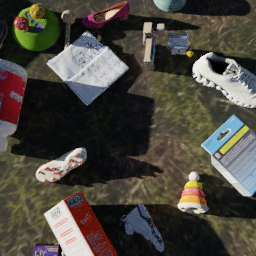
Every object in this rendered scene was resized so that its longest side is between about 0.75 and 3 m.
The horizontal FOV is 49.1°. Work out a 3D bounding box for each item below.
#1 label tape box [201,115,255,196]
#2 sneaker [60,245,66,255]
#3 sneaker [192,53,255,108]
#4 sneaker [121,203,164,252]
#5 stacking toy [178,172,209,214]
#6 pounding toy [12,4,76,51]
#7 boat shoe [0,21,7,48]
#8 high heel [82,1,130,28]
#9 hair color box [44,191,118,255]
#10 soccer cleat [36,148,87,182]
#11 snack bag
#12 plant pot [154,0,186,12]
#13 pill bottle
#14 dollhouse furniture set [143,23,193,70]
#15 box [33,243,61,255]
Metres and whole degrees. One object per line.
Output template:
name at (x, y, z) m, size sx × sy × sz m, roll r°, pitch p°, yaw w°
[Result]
label tape box at (3.661, 0.901, 9.240) m, size 1.562 × 0.721 × 2.180 m, roll -42°, pitch 79°, yaw -9°
sneaker at (-1.921, 3.861, 8.823) m, size 0.332 × 0.314 × 0.807 m, roll -12°, pitch 79°, yaw -3°
sneaker at (3.673, -1.620, 9.522) m, size 2.966 × 1.202 × 1.114 m, roll 25°, pitch 78°, yaw 4°
sneaker at (0.453, 3.268, 8.822) m, size 0.902 × 0.590 × 1.570 m, roll -28°, pitch 75°, yaw -5°
stacking toy at (2.121, 2.026, 9.027) m, size 0.944 × 0.944 × 1.292 m, roll 9°, pitch 64°, yaw 2°
pounding toy at (-3.154, -3.745, 10.011) m, size 2.282 × 1.059 × 1.762 m, roll 8°, pitch 79°, yaw 2°
boat shoe at (-4.784, -3.443, 10.293) m, size 0.446 × 0.385 × 1.227 m, roll 10°, pitch 78°, yaw 2°
high heel at (-0.836, -4.193, 10.198) m, size 1.816 × 0.873 × 0.612 m, roll -17°, pitch 79°, yaw -3°
hair color box at (-1.352, 3.337, 8.371) m, size 1.298 × 0.783 × 2.558 m, roll -39°, pitch 79°, yaw 36°
soccer cleat at (-2.159, 1.230, 9.252) m, size 1.884 × 0.731 × 0.653 m, roll -27°, pitch 104°, yaw 13°
snack bag at (-1.425, -2.232, 10.016) m, size 2.067 × 0.235 × 2.192 m, roll -43°, pitch 85°, yaw -10°
plant pot at (1.617, -5.141, 10.402) m, size 1.297 × 0.869 × 1.297 m, roll 0°, pitch 79°, yaw 0°
pill bottle at (-4.326, -0.705, 9.129) m, size 1.564 × 1.564 × 2.787 m, roll 7°, pitch 79°, yaw 2°
dollhouse furniture set at (1.407, -2.711, 9.556) m, size 1.627 × 1.536 × 1.062 m, roll 3°, pitch 78°, yaw 13°
box at (-2.546, 3.957, 8.808) m, size 0.800 × 0.315 × 0.564 m, roll -2°, pitch 81°, yaw -1°
